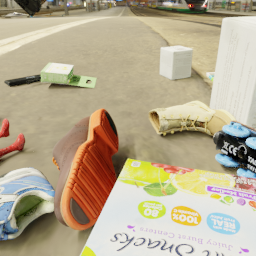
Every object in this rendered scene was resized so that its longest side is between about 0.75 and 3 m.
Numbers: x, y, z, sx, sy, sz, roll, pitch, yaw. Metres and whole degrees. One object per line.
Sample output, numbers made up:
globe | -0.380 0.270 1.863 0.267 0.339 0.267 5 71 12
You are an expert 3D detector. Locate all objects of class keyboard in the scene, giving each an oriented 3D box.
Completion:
keyboard | -3.747 -1.898 11.030 1.909 0.197 1.213 -20 26 -34

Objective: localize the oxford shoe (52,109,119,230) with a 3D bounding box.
oxford shoe | -0.852 0.691 5.027 1.068 1.048 2.944 -22 22 15

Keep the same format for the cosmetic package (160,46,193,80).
cosmetic package | 1.968 -2.708 11.571 0.974 1.164 0.968 -12 28 -24

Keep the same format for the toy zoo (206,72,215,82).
toy zoo | 3.745 -2.120 11.550 0.812 0.127 1.238 0 26 0

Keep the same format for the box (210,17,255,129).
box | 3.623 -1.164 6.601 2.662 2.676 1.749 -4 28 -8

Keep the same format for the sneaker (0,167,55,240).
sneaker | -1.992 1.189 3.823 2.192 0.830 0.845 -24 31 -38

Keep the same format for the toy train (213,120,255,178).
toy train | 2.614 0.545 5.159 1.244 0.944 2.177 -3 22 -28

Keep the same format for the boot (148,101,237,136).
boot | 1.485 -0.120 6.696 1.516 0.710 1.951 -9 26 -19

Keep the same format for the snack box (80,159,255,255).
snack box | 0.674 1.448 3.275 2.101 0.843 2.492 7 28 12

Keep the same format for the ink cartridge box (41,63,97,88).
ink cartridge box | -2.207 -2.044 10.767 1.946 0.467 1.416 4 26 -4

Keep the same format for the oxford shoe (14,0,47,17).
oxford shoe | -1.619 -2.377 4.779 0.680 0.585 1.611 -48 29 0

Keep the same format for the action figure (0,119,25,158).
action figure | -3.414 0.579 5.158 0.952 0.752 2.909 40 43 19
